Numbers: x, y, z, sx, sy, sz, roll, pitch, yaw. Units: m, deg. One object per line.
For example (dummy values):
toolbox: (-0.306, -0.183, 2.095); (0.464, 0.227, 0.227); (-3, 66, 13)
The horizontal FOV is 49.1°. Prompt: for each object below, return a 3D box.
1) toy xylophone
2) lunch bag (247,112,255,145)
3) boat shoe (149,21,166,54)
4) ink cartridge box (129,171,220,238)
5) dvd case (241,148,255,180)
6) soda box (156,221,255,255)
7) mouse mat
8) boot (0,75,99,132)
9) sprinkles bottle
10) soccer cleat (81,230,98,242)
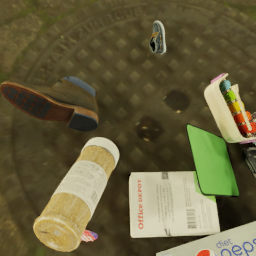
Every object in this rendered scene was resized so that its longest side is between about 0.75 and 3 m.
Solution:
toy xylophone: (2.624, -0.431, 7.031); (0.483, 1.409, 1.924); (-23, 95, -15)
lunch bag: (3.780, -0.184, 7.238); (1.057, 1.247, 0.793); (-21, 46, -9)
boat shoe: (0.874, -2.814, 8.647); (0.475, 0.370, 1.047); (-10, 89, -42)
ink cartridge box: (1.020, 1.834, 6.725); (1.971, 0.828, 1.434); (0, 68, -3)
dvd case: (4.253, 1.062, 6.916); (2.306, 0.285, 1.733); (-2, 34, -1)
soda box: (2.158, 2.905, 6.094); (2.997, 1.023, 0.951); (-15, 46, -6)
mouse mat: (2.083, 0.827, 6.786); (0.078, 2.083, 1.676); (-26, 61, 37)
boot: (-1.965, -0.874, 7.530); (2.588, 0.967, 1.254); (24, 47, -24)
sprinkles bottle: (-0.984, 1.277, 6.174); (0.934, 0.934, 2.737); (16, 33, 7)
soccer cleat: (-1.118, 2.520, 6.741); (0.780, 0.260, 0.298); (7, 111, 8)
